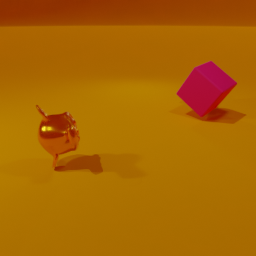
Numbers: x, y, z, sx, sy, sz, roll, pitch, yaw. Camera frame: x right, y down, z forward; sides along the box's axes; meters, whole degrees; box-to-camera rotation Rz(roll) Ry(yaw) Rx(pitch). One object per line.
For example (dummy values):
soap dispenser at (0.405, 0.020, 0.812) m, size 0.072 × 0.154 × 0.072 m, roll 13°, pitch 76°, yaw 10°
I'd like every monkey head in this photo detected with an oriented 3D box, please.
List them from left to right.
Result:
monkey head at (-1.508, 0.168, 6.056) m, size 0.890 × 1.478 × 1.063 m, roll -14°, pitch 11°, yaw -12°

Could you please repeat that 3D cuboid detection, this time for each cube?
cube at (2.583, -1.298, 9.241) m, size 1.187 × 1.187 × 1.187 m, roll 46°, pitch 44°, yaw 16°
